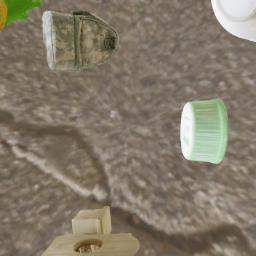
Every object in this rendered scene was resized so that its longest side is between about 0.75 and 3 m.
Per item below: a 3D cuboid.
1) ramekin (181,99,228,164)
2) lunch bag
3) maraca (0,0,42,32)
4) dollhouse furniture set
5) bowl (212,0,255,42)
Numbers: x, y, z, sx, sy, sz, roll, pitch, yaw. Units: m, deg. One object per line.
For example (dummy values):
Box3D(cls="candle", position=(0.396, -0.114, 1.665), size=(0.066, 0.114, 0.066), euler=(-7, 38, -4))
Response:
Box3D(cls="ramekin", position=(1.124, 0.045, 4.288), size=(0.484, 0.990, 0.990), euler=(1, 77, 0))
Box3D(cls="lunch bag", position=(-0.664, -1.198, 3.810), size=(0.888, 1.059, 0.738), euler=(-3, 111, -20))
Box3D(cls="maraca", position=(-2.592, -1.853, 4.391), size=(2.528, 1.733, 1.352), euler=(-26, 105, -43))
Box3D(cls="dollhouse furniture set", position=(-0.268, 2.335, 3.896), size=(1.100, 1.749, 1.978), euler=(-5, 92, 7))
Box3D(cls="bowl", position=(2.299, -2.551, 5.171), size=(0.951, 2.117, 2.117), euler=(-25, 78, -28))
